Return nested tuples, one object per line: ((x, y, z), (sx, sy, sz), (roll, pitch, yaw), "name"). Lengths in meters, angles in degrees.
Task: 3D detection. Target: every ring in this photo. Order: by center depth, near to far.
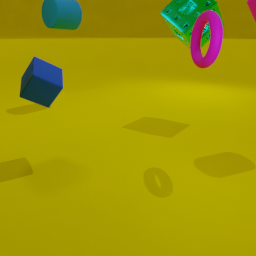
((1.608, -1.829, 5.831), (0.231, 1.154, 1.154), (-1, 19, -12), "ring")

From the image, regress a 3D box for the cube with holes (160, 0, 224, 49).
((2.090, -3.516, 9.073), (1.272, 1.272, 1.272), (53, 13, 29), "cube with holes")

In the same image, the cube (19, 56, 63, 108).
((-1.942, -1.021, 6.300), (0.701, 0.701, 0.701), (21, 39, -34), "cube")

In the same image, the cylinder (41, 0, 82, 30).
((-2.600, -4.491, 11.014), (1.153, 1.153, 1.153), (17, 22, 39), "cylinder")

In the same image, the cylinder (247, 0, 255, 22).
((3.468, -2.807, 6.580), (0.978, 0.978, 0.978), (-31, 20, 13), "cylinder")
